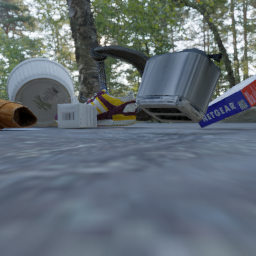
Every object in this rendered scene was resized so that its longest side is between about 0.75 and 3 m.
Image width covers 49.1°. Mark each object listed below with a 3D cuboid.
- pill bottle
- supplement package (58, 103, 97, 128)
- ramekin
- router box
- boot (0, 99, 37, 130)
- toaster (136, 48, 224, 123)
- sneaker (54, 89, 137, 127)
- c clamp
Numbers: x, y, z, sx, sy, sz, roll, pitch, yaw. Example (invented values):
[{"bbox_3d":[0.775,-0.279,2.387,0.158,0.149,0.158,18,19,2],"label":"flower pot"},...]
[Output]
[{"bbox_3d":[-2.968,-0.702,10.217,2.263,1.276,1.276,2,2,23],"label":"pill bottle"},{"bbox_3d":[-1.171,-0.274,6.604,0.557,0.559,0.954,-2,0,17],"label":"supplement package"},{"bbox_3d":[-2.533,-0.970,8.278,1.974,1.974,1.036,0,32,-21],"label":"ramekin"},{"bbox_3d":[2.384,-0.682,5.946,1.458,0.397,1.624,-32,-2,-22],"label":"router box"},{"bbox_3d":[-2.517,-0.269,5.623,1.492,0.711,1.929,5,7,6],"label":"boot"},{"bbox_3d":[0.634,-0.504,3.557,0.663,0.754,1.167,31,-16,-37],"label":"toaster"},{"bbox_3d":[-0.877,-0.530,7.538,2.236,1.007,0.838,-1,2,4],"label":"sneaker"},{"bbox_3d":[-0.377,-1.092,7.440,2.558,0.405,2.994,27,-30,11],"label":"c clamp"}]
